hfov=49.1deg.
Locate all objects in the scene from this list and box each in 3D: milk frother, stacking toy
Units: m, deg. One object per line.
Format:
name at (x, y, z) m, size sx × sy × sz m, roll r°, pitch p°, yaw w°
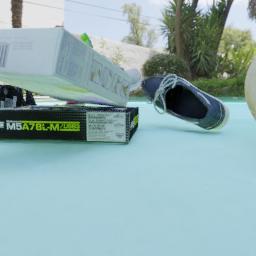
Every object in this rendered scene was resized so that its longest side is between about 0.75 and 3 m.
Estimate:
milk frother at (-3.466, -0.619, 7.088) m, size 1.702 × 1.633 × 1.810 m, roll 2°, pitch -21°, yaw 11°
stacking toy at (-1.782, -1.641, 8.949) m, size 1.823 × 2.418 × 0.568 m, roll -21°, pitch -10°, yaw 22°

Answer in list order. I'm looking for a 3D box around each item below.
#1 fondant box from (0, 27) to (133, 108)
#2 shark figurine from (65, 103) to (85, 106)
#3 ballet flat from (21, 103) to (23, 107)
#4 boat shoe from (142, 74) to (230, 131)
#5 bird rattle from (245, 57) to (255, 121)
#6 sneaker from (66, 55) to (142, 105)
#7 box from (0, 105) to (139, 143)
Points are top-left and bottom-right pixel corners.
fondant box at (-1.008, -0.812, 4.230) m, size 1.466 × 0.592 × 2.031 m, roll 8°, pitch -2°, yaw 25°
shark figurine at (-1.567, -0.875, 8.021) m, size 0.601 × 1.439 × 0.860 m, roll -15°, pitch -8°, yaw 31°
ballet flat at (-3.501, -0.692, 9.097) m, size 0.573 × 0.833 × 2.474 m, roll -43°, pitch 14°, yaw -6°
boat shoe at (1.138, -0.721, 6.805) m, size 0.834 × 1.010 × 2.697 m, roll 13°, pitch 21°, yaw -43°
bird rattle at (2.577, -0.708, 3.765) m, size 1.963 × 2.408 × 1.356 m, roll -26°, pitch 5°, yaw 0°
sneaker at (-0.489, -1.210, 6.400) m, size 0.906 × 0.982 × 2.227 m, roll 1°, pitch 17°, yaw 39°
box at (-1.112, -0.170, 5.818) m, size 2.590 × 0.615 × 2.502 m, roll 1°, pitch 9°, yaw 6°
